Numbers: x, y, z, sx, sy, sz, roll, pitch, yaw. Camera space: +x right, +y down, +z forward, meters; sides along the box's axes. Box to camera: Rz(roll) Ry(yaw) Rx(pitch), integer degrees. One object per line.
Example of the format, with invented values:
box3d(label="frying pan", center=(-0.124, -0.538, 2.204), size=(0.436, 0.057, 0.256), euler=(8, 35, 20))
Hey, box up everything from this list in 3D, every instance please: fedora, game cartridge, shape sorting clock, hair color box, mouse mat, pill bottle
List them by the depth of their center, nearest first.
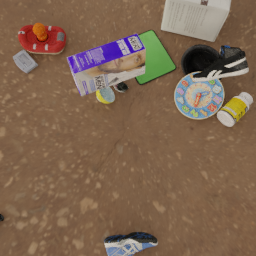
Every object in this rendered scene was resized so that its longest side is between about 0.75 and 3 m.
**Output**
box3d(label="hair color box", center=(-0.640, -2.042, 9.218), size=(2.400, 1.312, 0.778), euler=(-23, 66, -8))
box3d(label="pill bottle", center=(4.404, -0.795, 11.449), size=(1.441, 0.802, 0.802), euler=(-43, 77, -12))
box3d(label="shape sorting clock", center=(2.935, -1.361, 11.624), size=(2.024, 0.397, 2.024), euler=(-1, 85, 13))
box3d(label="fedora", center=(3.245, -2.741, 11.908), size=(1.918, 1.918, 0.876), euler=(28, 41, 9))
box3d(label="game cartridge", center=(-4.605, -2.946, 12.482), size=(0.706, 0.214, 1.058), euler=(-40, 76, -15))
box3d(label="mouse mat", center=(0.832, -3.230, 12.636), size=(1.929, 0.090, 2.397), euler=(-25, 72, -8))

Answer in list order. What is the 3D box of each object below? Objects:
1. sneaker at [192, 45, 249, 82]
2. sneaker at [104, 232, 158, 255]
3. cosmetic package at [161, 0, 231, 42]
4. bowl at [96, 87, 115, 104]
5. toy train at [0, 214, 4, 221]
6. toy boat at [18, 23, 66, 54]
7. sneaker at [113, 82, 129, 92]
box3d(label="sneaker", center=(2.957, -2.165, 9.250), size=(1.812, 0.662, 1.014), euler=(-7, 107, 31))
box3d(label="sneaker", center=(0.124, 4.176, 9.946), size=(1.887, 0.714, 0.727), euler=(-5, 89, 1))
box3d(label="cosmetic package", center=(3.007, -5.499, 12.295), size=(2.569, 2.119, 2.117), euler=(14, 72, 4))
box3d(label="bowl", center=(-1.036, -1.363, 11.745), size=(0.480, 0.891, 0.891), euler=(-30, 68, 35))
box3d(label="toy train", center=(-5.247, 3.683, 10.257), size=(1.483, 0.253, 0.340), euler=(-38, 72, -12))
box3d(label="toy boat", center=(-3.793, -4.061, 12.244), size=(2.024, 1.323, 1.321), euler=(2, 72, 1))
box3d(label="sneaker", center=(-0.508, -1.971, 11.993), size=(1.160, 0.501, 0.466), euler=(32, 76, 9))
